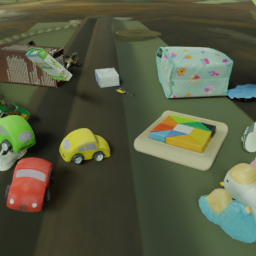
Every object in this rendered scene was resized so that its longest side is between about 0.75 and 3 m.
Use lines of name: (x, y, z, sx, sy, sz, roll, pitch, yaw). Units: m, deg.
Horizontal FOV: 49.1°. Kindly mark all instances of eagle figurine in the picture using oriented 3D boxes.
eagle figurine: (-2.803, -3.117, 13.019, 0.988, 0.750, 0.746, 14, 53, 13)

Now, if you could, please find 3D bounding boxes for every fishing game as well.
fishing game: (4.244, -1.253, 9.956, 2.108, 0.328, 1.509, 7, 29, 40)

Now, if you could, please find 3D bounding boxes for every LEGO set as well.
LEGO set: (-3.973, -0.358, 7.724, 2.145, 1.243, 1.650, 34, 7, 0)

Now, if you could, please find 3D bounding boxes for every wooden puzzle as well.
wooden puzzle: (1.492, 0.162, 7.533, 2.007, 0.404, 2.169, 15, 34, 24)

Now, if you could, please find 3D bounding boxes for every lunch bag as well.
lunch bag: (2.315, -2.271, 10.563, 2.242, 1.605, 2.632, -4, 33, -5)

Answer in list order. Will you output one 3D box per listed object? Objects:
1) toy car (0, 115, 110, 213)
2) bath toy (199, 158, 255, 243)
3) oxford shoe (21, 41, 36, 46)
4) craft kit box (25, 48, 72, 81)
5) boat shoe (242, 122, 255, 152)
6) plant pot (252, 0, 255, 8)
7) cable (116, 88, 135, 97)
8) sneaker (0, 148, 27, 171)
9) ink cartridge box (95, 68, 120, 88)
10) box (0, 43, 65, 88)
toy car: (-2.136, 0.331, 6.319, 2.814, 0.667, 2.990, 24, 28, 20)
bath toy: (2.662, 1.074, 5.450, 2.729, 1.187, 1.009, -19, 1, -31)
oxford shoe: (-5.143, -3.607, 13.577, 0.863, 0.879, 2.424, 3, 30, 6)
craft kit box: (-2.257, -1.788, 7.953, 1.116, 1.102, 0.271, 19, 69, 53)
boat shoe: (3.279, 0.280, 7.479, 0.396, 0.467, 1.282, -33, 9, 47)
plant pot: (4.229, -2.805, 7.055, 2.314, 2.198, 2.314, -8, 63, 16)
cable: (-0.048, -1.305, 10.408, 0.773, 0.195, 0.376, 30, 22, 22)
sneaker: (-2.812, 0.528, 6.811, 0.418, 0.491, 1.111, 2, 30, 7)
ink cartridge box: (-0.865, -2.082, 11.361, 0.814, 0.456, 1.193, -8, 33, -13)
box: (-3.950, -2.515, 11.203, 2.783, 1.394, 1.043, 8, 31, 11)
